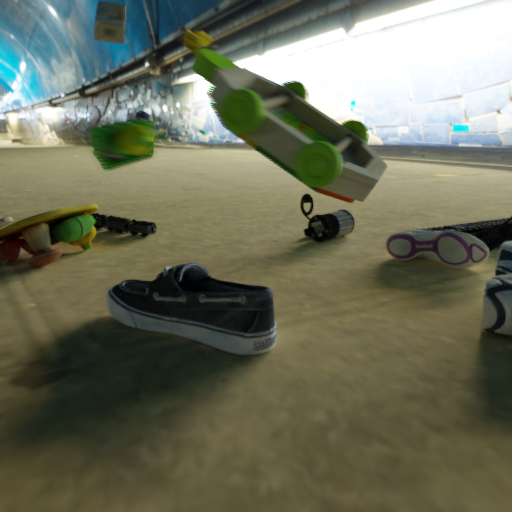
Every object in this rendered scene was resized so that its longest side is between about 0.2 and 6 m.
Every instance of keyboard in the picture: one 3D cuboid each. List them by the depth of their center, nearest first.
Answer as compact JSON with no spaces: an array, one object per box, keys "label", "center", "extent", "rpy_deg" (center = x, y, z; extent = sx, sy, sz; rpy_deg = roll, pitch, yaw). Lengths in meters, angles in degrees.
[{"label":"keyboard","center":[5.077,-0.715,12.219],"extent":[3.772,0.747,1.963],"rpy_deg":[-9,17,-27]}]

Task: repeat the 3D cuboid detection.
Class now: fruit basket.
[{"label":"fruit basket","center":[-2.394,-2.140,10.705],"extent":[1.289,0.930,1.289],"rpy_deg":[5,35,-4]}]

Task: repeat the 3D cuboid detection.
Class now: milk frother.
[{"label":"milk frother","center":[1.517,-0.889,12.300],"extent":[0.920,1.020,0.959],"rpy_deg":[7,15,41]}]

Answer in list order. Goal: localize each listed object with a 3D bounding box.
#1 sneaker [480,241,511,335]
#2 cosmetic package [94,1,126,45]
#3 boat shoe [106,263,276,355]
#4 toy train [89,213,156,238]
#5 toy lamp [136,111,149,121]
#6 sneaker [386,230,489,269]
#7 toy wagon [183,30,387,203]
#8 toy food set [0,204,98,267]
[{"label":"sneaker","center":[3.878,0.453,7.357],"extent":[1.448,0.888,2.226],"rpy_deg":[10,17,28]},{"label":"cosmetic package","center":[-2.442,-3.922,9.394],"extent":[0.501,0.339,0.953],"rpy_deg":[2,41,-16]},{"label":"boat shoe","center":[-0.906,0.504,7.110],"extent":[2.630,0.891,0.943],"rpy_deg":[11,18,36]},{"label":"toy train","center":[-3.197,-0.755,13.029],"extent":[2.256,0.385,0.517],"rpy_deg":[10,14,32]},{"label":"toy lamp","center":[-2.800,-2.917,13.391],"extent":[0.374,0.374,1.285],"rpy_deg":[0,53,-1]},{"label":"sneaker","center":[3.398,-0.234,10.400],"extent":[1.828,0.684,0.910],"rpy_deg":[10,18,34]},{"label":"toy wagon","center":[0.305,-1.899,7.505],"extent":[3.187,0.631,2.473],"rpy_deg":[35,27,5]},{"label":"toy food set","center":[-3.953,-0.247,10.456],"extent":[1.590,0.883,2.703],"rpy_deg":[-20,3,27]}]
